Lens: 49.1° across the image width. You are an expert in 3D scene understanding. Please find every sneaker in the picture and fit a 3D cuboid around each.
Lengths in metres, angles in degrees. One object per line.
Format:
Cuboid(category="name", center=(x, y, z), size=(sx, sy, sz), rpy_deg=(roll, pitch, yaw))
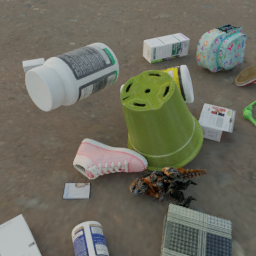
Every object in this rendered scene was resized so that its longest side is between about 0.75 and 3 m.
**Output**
Cuboid(category="sneaker", center=(-0.608, 1.147, 8.456), size=(2.230, 0.839, 1.166), rpy_deg=(15, 51, 15))
Cuboid(category="sneaker", center=(5.883, -2.316, 12.524), size=(2.189, 1.231, 0.780), rpy_deg=(-34, 47, 7))

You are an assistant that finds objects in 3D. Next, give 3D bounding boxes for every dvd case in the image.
Cuboid(category="dvd case", center=(-1.496, 1.832, 8.207), size=(0.778, 0.068, 0.555), rpy_deg=(-2, 42, -1))

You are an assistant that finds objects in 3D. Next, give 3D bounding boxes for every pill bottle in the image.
Cuboid(category="pill bottle", center=(-0.830, 2.931, 6.451), size=(0.753, 0.753, 1.356), rpy_deg=(-11, 43, -12))
Cuboid(category="pill bottle", center=(1.032, -1.330, 10.100), size=(2.441, 1.358, 1.358), rpy_deg=(-11, 38, 19))
Cuboid(category="pill bottle", center=(-1.628, -1.568, 8.500), size=(1.467, 1.467, 2.594), rpy_deg=(30, 44, 29))

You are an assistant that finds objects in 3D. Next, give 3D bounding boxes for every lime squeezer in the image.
Cuboid(category="lime squeezer", center=(4.775, -0.620, 10.767), size=(0.687, 0.367, 1.944), rpy_deg=(9, 42, 11))

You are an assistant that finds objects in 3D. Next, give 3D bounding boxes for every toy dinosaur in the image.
Cuboid(category="toy dinosaur", center=(1.188, 1.500, 7.917), size=(2.179, 1.113, 1.479), rpy_deg=(-33, 27, -4))

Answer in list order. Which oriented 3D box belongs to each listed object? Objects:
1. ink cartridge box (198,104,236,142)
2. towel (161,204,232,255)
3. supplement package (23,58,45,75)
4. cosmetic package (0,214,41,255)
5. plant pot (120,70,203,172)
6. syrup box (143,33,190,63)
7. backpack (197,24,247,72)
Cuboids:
Cuboid(category="ink cartridge box", center=(3.171, -0.183, 10.103), size=(1.174, 0.561, 1.337), rpy_deg=(15, 44, 17))
Cuboid(category="towel", center=(1.644, 2.785, 6.751), size=(1.722, 0.297, 1.658), rpy_deg=(17, 51, 1))
Cuboid(category="supplement package", center=(-4.330, -2.806, 13.044), size=(0.978, 0.593, 0.586), rpy_deg=(-13, 43, -14))
Cuboid(category="cosmetic package", center=(-2.595, 2.867, 6.660), size=(0.786, 0.565, 1.393), rpy_deg=(-28, 49, -25))
Cuboid(category="plant pot", center=(0.836, -0.355, 8.420), size=(2.525, 2.398, 2.525), rpy_deg=(-12, 50, 14))
Cuboid(category="syrup box", center=(1.948, -4.076, 14.249), size=(2.234, 0.880, 0.910), rpy_deg=(-16, 44, -18))
Cuboid(category="backpack", center=(4.293, -3.604, 12.962), size=(2.158, 1.916, 1.625), rpy_deg=(-20, 39, -17))
